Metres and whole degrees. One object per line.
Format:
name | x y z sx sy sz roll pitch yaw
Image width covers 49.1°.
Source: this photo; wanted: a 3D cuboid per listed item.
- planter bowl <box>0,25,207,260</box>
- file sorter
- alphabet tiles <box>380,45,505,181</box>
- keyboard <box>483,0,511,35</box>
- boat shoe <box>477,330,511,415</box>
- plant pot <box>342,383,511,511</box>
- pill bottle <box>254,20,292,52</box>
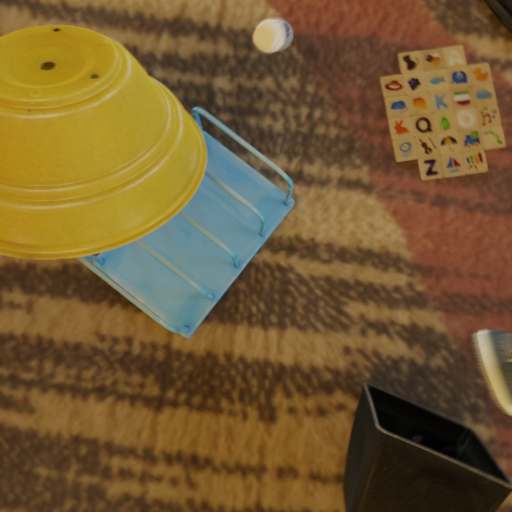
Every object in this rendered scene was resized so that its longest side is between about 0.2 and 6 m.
planter bowl | -2.390 -1.763 6.851 3.544 1.476 3.544 2 49 -2
file sorter | -1.023 -0.476 8.713 2.037 1.801 2.936 38 84 3
alphabet tiles | 3.263 -2.521 9.814 1.933 0.074 2.323 -9 84 -1
keyboard | 6.328 -5.316 9.743 4.578 0.907 2.383 -37 85 -3
boat shoe | 3.526 1.559 6.761 0.855 2.764 1.035 -21 45 36
plant pot | 2.259 3.307 8.321 1.945 1.940 1.725 22 98 3
pill bottle | 0.236 -3.290 8.377 0.454 0.817 0.454 7 114 15
